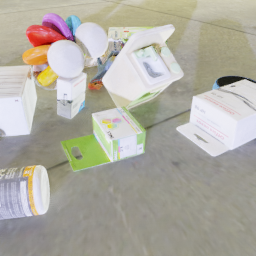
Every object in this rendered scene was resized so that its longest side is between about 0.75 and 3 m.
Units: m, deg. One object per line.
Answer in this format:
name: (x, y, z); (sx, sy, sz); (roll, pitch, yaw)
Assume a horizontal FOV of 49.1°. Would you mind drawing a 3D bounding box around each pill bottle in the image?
pill bottle: (-2.583, 1.358, 5.760); (1.757, 1.022, 1.022); (-5, 34, -7)

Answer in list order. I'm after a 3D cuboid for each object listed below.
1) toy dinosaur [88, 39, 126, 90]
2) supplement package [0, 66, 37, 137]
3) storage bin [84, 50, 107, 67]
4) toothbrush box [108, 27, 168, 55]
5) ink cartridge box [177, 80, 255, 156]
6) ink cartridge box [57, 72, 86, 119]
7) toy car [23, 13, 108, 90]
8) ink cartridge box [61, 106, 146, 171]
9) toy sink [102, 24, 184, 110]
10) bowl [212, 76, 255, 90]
toy dinosaur: (-0.560, -2.383, 11.424); (1.529, 2.912, 2.643); (28, 80, 31)
supplement package: (-3.721, -0.915, 8.809); (1.282, 1.332, 2.341); (-5, 34, -8)
storage bin: (-2.192, -3.560, 13.066); (2.036, 0.954, 2.021); (-11, 35, -16)
toothbrush box: (0.425, -4.134, 13.710); (2.747, 1.182, 2.000); (-2, 34, 0)
ink cartridge box: (3.116, -0.419, 8.403); (2.946, 0.983, 1.706); (-20, 39, -26)
ink cartridge box: (-1.823, -1.104, 9.068); (0.549, 1.301, 0.950); (19, 36, 13)
toy car: (-2.197, -2.660, 9.113); (2.384, 2.043, 2.725); (-15, 28, 53)
ink cartridge box: (-0.723, 0.246, 7.624); (2.001, 0.758, 1.479); (-14, 36, -21)
toy sink: (0.577, -1.763, 8.847); (1.666, 2.556, 1.432); (-26, 82, -33)
bowl: (4.125, -1.509, 10.582); (1.769, 0.347, 1.769); (0, 34, 0)
